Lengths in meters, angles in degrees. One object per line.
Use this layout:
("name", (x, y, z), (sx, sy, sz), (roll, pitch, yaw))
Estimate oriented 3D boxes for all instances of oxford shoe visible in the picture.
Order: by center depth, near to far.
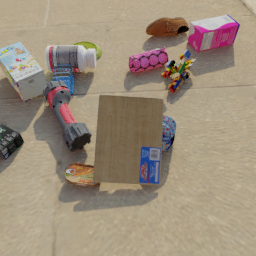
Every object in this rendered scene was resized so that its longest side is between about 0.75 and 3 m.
("oxford shoe", (2.005, -4.935, 13.853), (2.319, 0.827, 0.826), (-16, 55, -16))

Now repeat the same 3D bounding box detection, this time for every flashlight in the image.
("flashlight", (-2.112, -0.531, 9.873), (0.966, 0.962, 2.842), (-11, 48, -32))

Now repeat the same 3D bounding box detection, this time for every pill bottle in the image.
("pill bottle", (-2.377, -2.928, 11.857), (1.993, 1.103, 1.103), (-1, 49, 0))

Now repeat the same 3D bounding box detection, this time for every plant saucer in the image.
("plant saucer", (-2.067, -3.556, 12.978), (1.711, 0.266, 1.711), (1, 49, -1))

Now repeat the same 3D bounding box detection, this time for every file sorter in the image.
("file sorter", (-2.626, -1.949, 11.279), (0.779, 0.689, 1.122), (-3, 48, -4))

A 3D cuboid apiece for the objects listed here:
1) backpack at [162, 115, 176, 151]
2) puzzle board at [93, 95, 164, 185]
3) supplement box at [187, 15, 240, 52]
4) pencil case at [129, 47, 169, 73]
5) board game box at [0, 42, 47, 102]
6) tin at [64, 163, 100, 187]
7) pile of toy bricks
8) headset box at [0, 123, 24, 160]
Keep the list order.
("backpack", (1.070, 0.098, 9.196), (1.001, 1.096, 0.737), (18, 51, 14))
("puzzle board", (0.030, 0.350, 8.572), (2.017, 0.233, 2.677), (4, 81, -3))
("supplement box", (4.016, -4.506, 13.282), (2.061, 1.065, 1.043), (-15, 51, -14))
("pencil case", (0.868, -2.959, 12.094), (1.707, 0.800, 0.775), (-20, 51, -16))
("board game box", (-4.228, -2.259, 11.163), (1.133, 1.113, 2.161), (-30, 59, -21))
("tin", (-1.351, 1.429, 8.505), (1.145, 0.240, 0.641), (11, 51, -3))
("pile of toy bricks", (1.907, -2.398, 11.647), (0.980, 1.102, 1.986), (-2, 46, 53))
("headset box", (-4.194, 0.421, 9.326), (1.022, 0.474, 0.890), (24, 53, 20))
